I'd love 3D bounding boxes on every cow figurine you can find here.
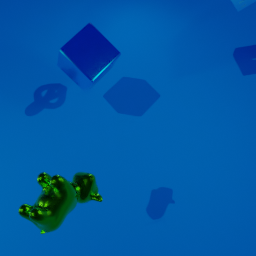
[{"bbox_3d":[-0.912,1.074,4.122,0.600,1.076,1.093,1,53,38],"label":"cow figurine"}]

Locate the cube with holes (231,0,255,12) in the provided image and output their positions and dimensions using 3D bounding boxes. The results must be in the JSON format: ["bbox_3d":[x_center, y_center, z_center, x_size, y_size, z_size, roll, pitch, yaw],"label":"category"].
[{"bbox_3d":[2.729,-3.543,6.416,1.028,1.028,1.028,-25,82,30],"label":"cube with holes"}]

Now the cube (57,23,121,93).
[{"bbox_3d":[-1.016,-1.734,7.098,1.074,1.074,1.074,44,73,-7],"label":"cube"}]
